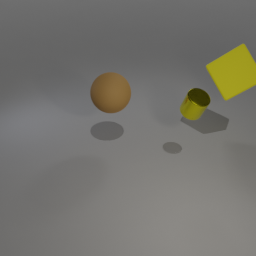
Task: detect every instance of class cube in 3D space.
[{"bbox_3d":[3.750,-1.939,9.980,1.400,1.400,1.400,-30,-1,19],"label":"cube"}]

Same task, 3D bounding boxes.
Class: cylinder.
[{"bbox_3d":[1.975,-0.702,8.288,0.700,0.700,0.700,6,56,-9],"label":"cylinder"}]

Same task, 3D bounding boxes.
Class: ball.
[{"bbox_3d":[-0.591,-1.202,9.614,1.400,1.400,1.400,0,30,0],"label":"ball"}]
